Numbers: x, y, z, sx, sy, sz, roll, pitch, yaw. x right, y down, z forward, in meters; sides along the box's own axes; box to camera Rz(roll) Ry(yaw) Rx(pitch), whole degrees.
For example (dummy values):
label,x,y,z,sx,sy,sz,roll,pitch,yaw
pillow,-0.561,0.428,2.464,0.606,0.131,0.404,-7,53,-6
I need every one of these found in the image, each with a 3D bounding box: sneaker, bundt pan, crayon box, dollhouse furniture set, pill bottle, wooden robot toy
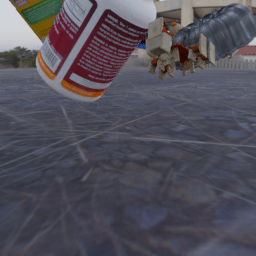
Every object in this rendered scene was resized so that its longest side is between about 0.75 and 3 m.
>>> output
label,x,y,z,sx,sy,sz,roll,pitch,yaw
sneaker,0.287,-3.668,10.783,2.885,1.124,1.012,-3,27,-33
bundt pan,2.021,-2.307,6.864,2.209,0.829,2.209,-26,19,10
crayon box,-2.232,-3.625,8.832,1.815,0.745,2.887,-23,-24,4
dollhouse furniture set,0.727,-1.243,4.413,0.995,0.512,0.984,-9,-20,43
pill bottle,-0.518,-2.055,5.589,1.651,2.924,1.651,28,33,-21
wooden robot toy,2.004,-3.430,10.466,2.472,1.122,1.089,-20,35,16
